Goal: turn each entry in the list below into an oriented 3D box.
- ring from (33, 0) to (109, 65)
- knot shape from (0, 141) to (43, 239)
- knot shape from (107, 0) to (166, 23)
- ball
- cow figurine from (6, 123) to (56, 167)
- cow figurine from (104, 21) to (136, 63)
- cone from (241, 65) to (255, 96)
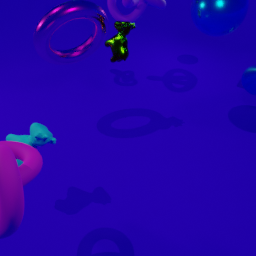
[{"bbox_3d":[-1.436,-2.402,7.258,2.035,2.035,0.407,-22,71,-21],"label":"ring"},{"bbox_3d":[-1.883,0.860,3.917,1.723,0.851,1.841,-10,42,48],"label":"knot shape"},{"bbox_3d":[0.406,-4.149,9.037,1.768,1.889,0.873,-4,76,-33],"label":"knot shape"},{"bbox_3d":[2.266,-3.006,6.988,1.381,1.381,1.381,0,44,0],"label":"ball"},{"bbox_3d":[-2.080,0.425,5.865,1.074,0.599,1.091,8,77,29],"label":"cow figurine"},{"bbox_3d":[-0.157,-2.264,7.320,0.977,0.993,0.545,-14,6,45],"label":"cow figurine"},{"bbox_3d":[3.839,-1.504,7.908,0.968,0.972,0.968,-1,81,7],"label":"cone"}]
